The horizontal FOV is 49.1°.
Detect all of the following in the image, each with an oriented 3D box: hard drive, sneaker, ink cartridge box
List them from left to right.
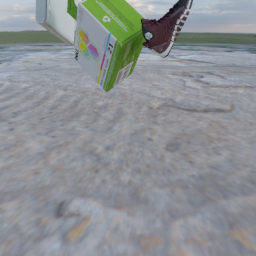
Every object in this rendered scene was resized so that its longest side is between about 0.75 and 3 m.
[{"bbox_3d":[-2.354,-4.090,9.436,0.376,1.886,2.861,3,5,4],"label":"hard drive"},{"bbox_3d":[-0.989,-2.673,7.341,2.851,2.107,1.080,45,64,8],"label":"ink cartridge box"},{"bbox_3d":[0.702,-2.183,5.605,0.812,1.406,0.532,22,24,-6],"label":"sneaker"}]
